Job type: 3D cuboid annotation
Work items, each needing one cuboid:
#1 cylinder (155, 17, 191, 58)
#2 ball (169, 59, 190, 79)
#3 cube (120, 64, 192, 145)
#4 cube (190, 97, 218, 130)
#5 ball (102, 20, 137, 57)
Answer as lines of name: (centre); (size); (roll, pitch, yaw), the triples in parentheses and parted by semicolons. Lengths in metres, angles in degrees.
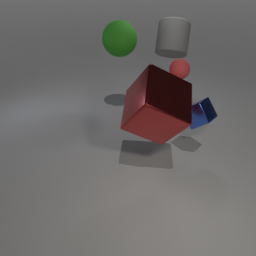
cylinder: (1.952, -3.895, 12.198); (1.400, 1.400, 1.400); (7, 2, 0)
ball: (1.755, -1.995, 9.513); (0.700, 0.700, 0.700); (0, 28, 0)
cube: (0.782, -0.598, 7.694); (1.400, 1.400, 1.400); (21, 56, -20)
cube: (2.290, -0.465, 8.926); (0.700, 0.700, 0.700); (-25, 2, 44)
ball: (-0.328, -3.538, 11.108); (1.400, 1.400, 1.400); (0, 28, 0)
